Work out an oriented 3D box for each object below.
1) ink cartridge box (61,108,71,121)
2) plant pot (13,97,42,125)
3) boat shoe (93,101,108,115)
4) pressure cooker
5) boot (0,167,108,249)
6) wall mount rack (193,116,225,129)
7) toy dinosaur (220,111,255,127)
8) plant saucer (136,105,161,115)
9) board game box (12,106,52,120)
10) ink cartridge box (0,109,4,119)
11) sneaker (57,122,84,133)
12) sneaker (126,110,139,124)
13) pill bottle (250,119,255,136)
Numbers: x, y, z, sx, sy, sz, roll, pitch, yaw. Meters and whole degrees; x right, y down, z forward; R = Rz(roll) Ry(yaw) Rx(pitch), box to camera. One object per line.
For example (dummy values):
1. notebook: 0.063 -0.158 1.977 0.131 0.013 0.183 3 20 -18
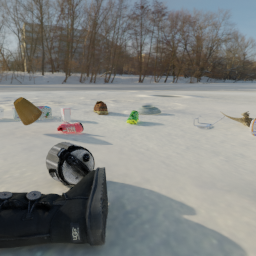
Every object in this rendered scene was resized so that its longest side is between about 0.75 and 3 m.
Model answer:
1. ink cartridge box: -3.000 -0.671 13.488 0.337 0.578 0.799 -4 10 -23
2. plant pot: -3.755 -0.676 10.258 0.814 0.874 0.814 -20 38 16
3. boat shoe: -1.568 -1.230 16.320 0.761 0.714 2.115 -3 10 -16
4. pressure cooker: -1.053 0.662 5.237 0.754 0.766 0.858 -4 9 -40
5. boot: -1.290 1.023 3.792 1.990 0.653 1.640 -5 8 -1
6. wall mount rack: 3.295 -0.255 11.406 1.110 0.476 1.278 5 12 26
7. toy dinosaur: 5.039 -0.301 11.903 2.228 0.649 1.127 11 -3 17
8. plant saucer: 1.156 -1.069 16.079 1.525 0.383 1.525 -1 15 0
9. board game box: -4.863 -0.770 14.179 1.744 0.560 1.286 -4 11 -26
10. ink cartridge box: -6.857 -0.683 13.866 1.139 0.472 0.836 -1 10 -7
11. sneaker: -2.118 0.046 10.224 1.131 0.417 0.491 2 23 32
12. sneaker: 0.212 -0.508 12.612 0.495 0.558 1.336 2 11 8
13. pill bottle: 4.733 0.027 9.435 1.040 0.583 0.583 8 13 40
